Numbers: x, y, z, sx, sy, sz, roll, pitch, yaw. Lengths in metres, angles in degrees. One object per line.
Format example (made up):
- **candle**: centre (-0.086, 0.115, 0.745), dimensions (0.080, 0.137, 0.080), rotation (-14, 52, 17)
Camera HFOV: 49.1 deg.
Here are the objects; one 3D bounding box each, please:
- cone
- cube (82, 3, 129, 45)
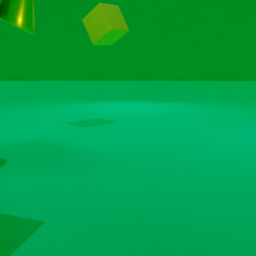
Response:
- **cone**: centre (-2.256, -2.910, 5.626), dimensions (1.441, 1.446, 1.441), rotation (29, 12, -7)
- **cube**: centre (-0.857, -3.961, 10.810), dimensions (1.103, 1.103, 1.103), rotation (-25, -2, 39)
